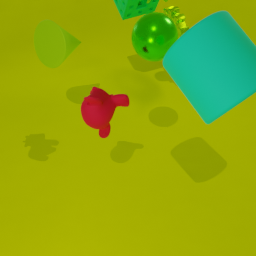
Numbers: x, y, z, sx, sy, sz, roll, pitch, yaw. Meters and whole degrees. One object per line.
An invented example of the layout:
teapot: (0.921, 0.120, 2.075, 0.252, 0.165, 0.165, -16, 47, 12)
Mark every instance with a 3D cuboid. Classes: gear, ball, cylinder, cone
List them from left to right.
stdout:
cone: (-1.849, -2.526, 8.353, 1.308, 1.308, 1.313, 26, 30, 26)
ball: (0.570, -1.928, 5.968, 1.004, 1.004, 1.004, 0, 41, 0)
gear: (1.512, -3.077, 9.127, 0.301, 1.627, 1.627, -19, 44, -9)
cylinder: (1.313, -0.854, 4.130, 1.179, 1.179, 1.179, -29, 80, -29)

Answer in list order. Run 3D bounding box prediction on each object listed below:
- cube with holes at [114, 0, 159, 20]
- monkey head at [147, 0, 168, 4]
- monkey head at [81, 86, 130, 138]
cube with holes: (0.242, -4.475, 8.962, 1.221, 1.221, 1.221, -21, 81, -15)
monkey head: (0.885, -3.975, 7.453, 0.888, 1.473, 1.060, 29, 66, 17)
monkey head: (-0.469, -0.372, 5.739, 0.948, 1.317, 0.794, 0, 54, 12)
